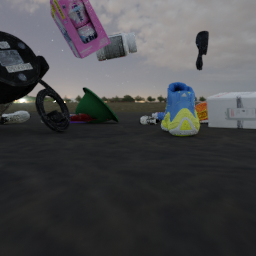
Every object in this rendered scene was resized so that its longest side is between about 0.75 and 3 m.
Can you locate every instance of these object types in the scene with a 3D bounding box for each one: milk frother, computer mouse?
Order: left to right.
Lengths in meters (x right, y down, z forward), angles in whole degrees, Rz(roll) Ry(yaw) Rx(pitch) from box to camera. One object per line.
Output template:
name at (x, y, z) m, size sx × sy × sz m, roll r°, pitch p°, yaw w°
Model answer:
milk frother at (-3.458, -0.732, 8.269) m, size 2.629 × 2.913 × 2.740 m, roll -2°, pitch -24°, yaw -48°
computer mouse at (2.190, -2.397, 8.570) m, size 0.395 × 0.680 × 2.319 m, roll 5°, pitch 36°, yaw 18°

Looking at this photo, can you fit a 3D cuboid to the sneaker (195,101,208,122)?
sneaker at (3.180, -0.597, 13.150) m, size 2.922 × 1.067 × 1.127 m, roll -7°, pitch 27°, yaw -23°

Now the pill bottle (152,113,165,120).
pill bottle at (1.771, -0.655, 15.862) m, size 0.802 × 0.450 × 0.450 m, roll 0°, pitch 4°, yaw 3°

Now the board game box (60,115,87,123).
board game box at (-2.545, -0.459, 13.601) m, size 1.682 × 0.377 × 1.131 m, roll -2°, pitch 5°, yaw -29°

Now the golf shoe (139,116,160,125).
golf shoe at (0.921, -0.327, 11.810) m, size 0.978 × 0.380 × 0.462 m, roll -4°, pitch 6°, yaw -35°

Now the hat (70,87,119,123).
hat at (-2.047, -0.360, 12.579) m, size 2.604 × 2.292 × 2.157 m, roll 48°, pitch -11°, yaw -31°

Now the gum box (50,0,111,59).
gum box at (-1.424, -2.877, 7.941) m, size 0.895 × 1.536 × 2.706 m, roll -31°, pitch 20°, yaw -5°

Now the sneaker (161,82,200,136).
sneaker at (1.490, -0.558, 7.866) m, size 0.996 × 1.382 × 2.630 m, roll 0°, pitch 5°, yaw -1°

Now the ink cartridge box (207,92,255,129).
ink cartridge box at (4.394, -0.674, 9.871) m, size 2.663 × 1.102 × 1.951 m, roll 3°, pitch 14°, yaw 36°

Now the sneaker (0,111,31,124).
sneaker at (-5.034, -0.368, 12.173) m, size 1.486 × 0.561 × 0.855 m, roll -8°, pitch 14°, yaw -9°

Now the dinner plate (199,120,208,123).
dinner plate at (3.778, -0.317, 12.983) m, size 1.031 × 0.125 × 1.031 m, roll -1°, pitch 0°, yaw 0°

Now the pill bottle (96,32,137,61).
pill bottle at (-0.524, -3.563, 12.223) m, size 1.767 × 1.006 × 1.006 m, roll -10°, pitch 4°, yaw 3°
